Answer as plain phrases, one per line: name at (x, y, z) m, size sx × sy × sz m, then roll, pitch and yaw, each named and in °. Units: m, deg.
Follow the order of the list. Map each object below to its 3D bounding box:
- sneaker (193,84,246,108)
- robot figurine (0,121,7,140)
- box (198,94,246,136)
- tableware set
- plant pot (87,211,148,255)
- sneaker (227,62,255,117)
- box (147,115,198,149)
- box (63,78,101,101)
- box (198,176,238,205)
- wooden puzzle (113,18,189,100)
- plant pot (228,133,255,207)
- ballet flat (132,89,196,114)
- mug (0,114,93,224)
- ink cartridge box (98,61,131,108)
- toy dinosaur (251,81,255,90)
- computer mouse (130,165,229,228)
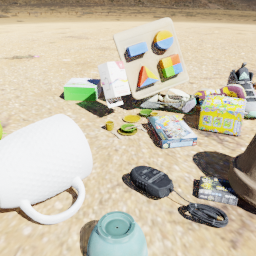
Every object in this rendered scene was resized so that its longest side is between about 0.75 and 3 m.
sneaker at (3.623, -1.171, 11.650) m, size 1.113 × 0.926 × 2.471 m, roll -32°, pitch 17°, yaw -29°
robot figurine at (-4.900, 0.200, 8.992) m, size 1.778 × 1.028 × 1.560 m, roll -17°, pitch 53°, yaw -32°
box at (3.559, -0.538, 10.538) m, size 1.480 × 0.937 × 1.537 m, roll 10°, pitch 26°, yaw 21°
tableware set at (0.235, -0.280, 10.730) m, size 2.316 × 0.355 × 1.560 m, roll -16°, pitch 30°, yaw -28°
plant pot at (-0.210, 2.122, 5.347) m, size 1.207 × 0.809 × 1.207 m, roll 0°, pitch 26°, yaw 0°
sneaker at (4.892, -1.748, 11.838) m, size 1.108 × 1.994 × 2.850 m, roll -4°, pitch 26°, yaw -7°
box at (1.509, 0.087, 9.930) m, size 1.227 × 0.338 × 1.796 m, roll -5°, pitch 29°, yaw -11°
box at (-2.167, -1.889, 13.544) m, size 1.530 × 0.740 × 1.350 m, roll 2°, pitch 26°, yaw 4°
box at (2.274, 1.572, 7.119) m, size 0.920 × 0.226 × 0.741 m, roll 8°, pitch 30°, yaw 15°
wooden puzzle at (1.026, -2.845, 11.319) m, size 2.585 × 2.791 × 0.646 m, roll -21°, pitch 7°, yaw -10°
plant pot at (3.781, 0.690, 6.728) m, size 2.245 × 1.958 × 2.245 m, roll 7°, pitch 24°, yaw -3°
ballet flat at (1.536, -1.286, 12.027) m, size 2.806 × 1.009 × 1.009 m, roll 8°, pitch 27°, yaw 16°
mug at (-2.059, 1.091, 6.628) m, size 2.175 × 1.831 × 2.481 m, roll -27°, pitch 67°, yaw -38°
ink cartridge box at (-0.478, -1.682, 10.793) m, size 0.560 × 1.661 × 0.967 m, roll -7°, pitch 10°, yaw 40°
toy dinosaur at (6.389, -2.215, 14.669) m, size 1.117 × 0.570 × 0.758 m, roll -4°, pitch 5°, yaw 36°
computer mouse at (1.124, 1.677, 6.825) m, size 2.669 × 0.454 × 0.782 m, roll 27°, pitch 28°, yaw 34°
